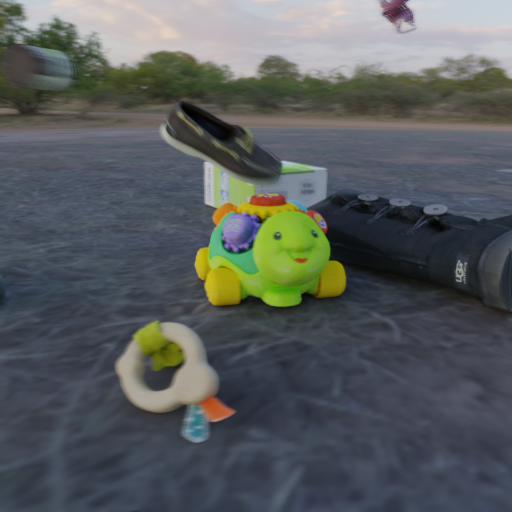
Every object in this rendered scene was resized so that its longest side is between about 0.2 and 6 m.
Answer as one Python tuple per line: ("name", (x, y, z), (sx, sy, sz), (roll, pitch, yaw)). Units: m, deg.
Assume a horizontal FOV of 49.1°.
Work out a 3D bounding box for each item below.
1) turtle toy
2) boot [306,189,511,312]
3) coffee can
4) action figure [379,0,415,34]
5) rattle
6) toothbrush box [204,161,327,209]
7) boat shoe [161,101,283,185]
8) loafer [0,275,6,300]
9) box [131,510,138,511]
("turtle toy", (0.240, -0.108, 7.797), (2.001, 1.388, 2.746), (-4, 17, -13))
("boot", (3.114, -0.368, 9.235), (3.305, 1.316, 4.009), (-9, 14, -34))
("coffee can", (-3.897, -3.344, 10.013), (0.740, 0.740, 1.010), (4, 15, 15))
("action figure", (2.583, -4.592, 10.413), (0.651, 0.723, 0.972), (-15, -2, 16))
("rattle", (-0.614, 1.257, 5.261), (1.316, 0.940, 0.857), (27, 60, 28))
("toothbrush box", (0.163, -1.652, 13.583), (1.958, 1.158, 2.689), (-8, 17, -27))
("boat shoe", (-0.492, -1.950, 9.782), (2.272, 0.684, 0.810), (21, 46, -15))
("loafer", (-4.381, 0.337, 7.668), (1.911, 0.687, 0.601), (8, 24, 18))
("box", (-0.963, 2.002, 2.423), (1.889, 0.341, 1.351), (-17, 23, -42))
